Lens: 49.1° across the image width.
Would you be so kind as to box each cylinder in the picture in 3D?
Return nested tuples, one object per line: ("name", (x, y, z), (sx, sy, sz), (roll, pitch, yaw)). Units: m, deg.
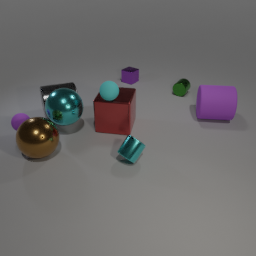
("cylinder", (2.645, -2.010, 13.824), (0.700, 0.700, 0.700), (17, 35, 25))
("cylinder", (3.623, -1.055, 11.592), (1.400, 1.400, 1.400), (3, 32, 6))
("cylinder", (0.113, 0.686, 9.195), (0.700, 0.700, 0.700), (30, 85, 39))
("cylinder", (-2.864, -1.142, 11.755), (1.400, 1.400, 1.400), (-11, 33, -18))

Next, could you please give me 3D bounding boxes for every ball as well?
("ball", (-0.675, -1.339, 10.057), (0.700, 0.700, 0.700), (0, 32, 0))
("ball", (-2.364, -0.785, 10.439), (1.400, 1.400, 1.400), (0, 32, 0))
("ball", (-3.956, -0.204, 10.374), (0.700, 0.700, 0.700), (0, 32, 0))
("ball", (-3.016, 0.324, 9.386), (1.400, 1.400, 1.400), (0, 32, 0))

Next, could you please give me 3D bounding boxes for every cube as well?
("cube", (0.119, -2.857, 15.210), (0.700, 0.700, 0.700), (22, 38, 32))
("cube", (-0.478, -0.711, 11.060), (1.400, 1.400, 1.400), (5, 32, 9))
